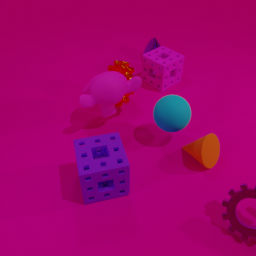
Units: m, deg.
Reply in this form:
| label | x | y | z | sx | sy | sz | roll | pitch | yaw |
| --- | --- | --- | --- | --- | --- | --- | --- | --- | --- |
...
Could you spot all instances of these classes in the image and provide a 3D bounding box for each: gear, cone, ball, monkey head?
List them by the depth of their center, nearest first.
| label | x | y | z | sx | sy | sz | roll | pitch | yaw |
| --- | --- | --- | --- | --- | --- | --- | --- | --- | --- |
| gear | 2.487 | 1.692 | 5.634 | 1.136 | 1.136 | 0.210 | 25 | 8 | 25 |
| cone | 1.774 | 0.552 | 7.317 | 0.885 | 0.882 | 0.882 | 4 | 35 | 46 |
| ball | 1.150 | -0.375 | 7.335 | 0.983 | 0.983 | 0.983 | 0 | 43 | 0 |
| monkey head | -0.539 | -0.881 | 7.791 | 1.864 | 1.341 | 1.123 | -23 | 22 | -21 |
| gear | -0.306 | -1.378 | 8.711 | 0.259 | 1.402 | 1.402 | 3 | 34 | -39 |
| cone | 1.211 | -2.934 | 11.026 | 0.902 | 0.898 | 0.898 | 23 | 37 | -23 |

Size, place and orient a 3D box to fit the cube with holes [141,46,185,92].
| label | x | y | z | sx | sy | sz | roll | pitch | yaw |
| --- | --- | --- | --- | --- | --- | --- | --- | --- | --- |
| cube with holes | 1.183 | -2.064 | 9.731 | 1.013 | 1.013 | 1.013 | -31 | 51 | -30 |

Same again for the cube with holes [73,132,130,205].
| label | x | y | z | sx | sy | sz | roll | pitch | yaw |
| --- | --- | --- | --- | --- | --- | --- | --- | --- | --- |
| cube with holes | -0.603 | 0.912 | 6.443 | 1.061 | 1.061 | 1.061 | -10 | 43 | -11 |
